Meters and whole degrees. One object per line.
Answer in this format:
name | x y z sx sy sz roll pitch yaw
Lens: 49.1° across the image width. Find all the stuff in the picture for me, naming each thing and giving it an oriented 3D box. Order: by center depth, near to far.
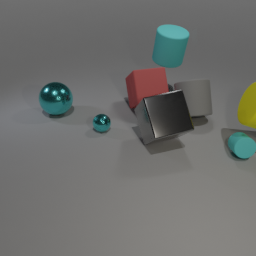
cylinder | 4.402 -0.577 8.706 1.400 1.400 1.400 17 30 -5
cylinder | 3.736 0.558 9.202 0.700 0.700 0.700 1 15 2
cube | 1.178 -0.315 9.523 1.400 1.400 1.400 -13 -9 -13
ball | -0.999 -0.196 10.679 0.700 0.700 0.700 0 30 0
cylinder | 2.601 -1.162 11.191 1.400 1.400 1.400 -5 1 0
ball | -3.019 -1.229 11.753 1.400 1.400 1.400 0 30 0
cube | 0.802 -1.686 11.990 1.400 1.400 1.400 -9 -1 -14
cylinder | 1.853 -3.601 12.337 1.400 1.400 1.400 4 42 -4
